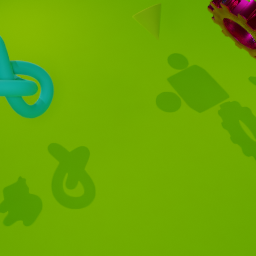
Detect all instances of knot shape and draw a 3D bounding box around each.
[{"bbox_3d":[-2.648,-1.217,6.270,0.942,2.039,1.908,-39,77,12],"label":"knot shape"}]

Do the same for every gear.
[{"bbox_3d":[2.841,-2.417,6.761,0.387,2.095,2.095,-47,68,12],"label":"gear"}]

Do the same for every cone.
[{"bbox_3d":[0.671,-2.779,7.582,0.846,0.846,0.849,-28,106,-14],"label":"cone"}]
